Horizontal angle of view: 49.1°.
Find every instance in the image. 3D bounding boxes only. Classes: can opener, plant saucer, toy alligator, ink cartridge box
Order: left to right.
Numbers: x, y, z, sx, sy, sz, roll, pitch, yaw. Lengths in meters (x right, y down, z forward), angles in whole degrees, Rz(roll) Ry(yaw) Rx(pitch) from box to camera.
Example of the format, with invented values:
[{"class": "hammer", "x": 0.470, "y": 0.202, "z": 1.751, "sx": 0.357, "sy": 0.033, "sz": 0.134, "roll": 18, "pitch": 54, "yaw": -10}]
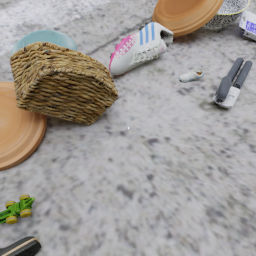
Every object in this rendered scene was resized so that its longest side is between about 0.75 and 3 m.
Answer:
[{"class": "plant saucer", "x": -3.744, "y": -0.149, "z": 7.942, "sx": 2.769, "sy": 0.447, "sz": 2.769, "roll": 0, "pitch": 65, "yaw": 1}, {"class": "toy alligator", "x": -2.753, "y": 2.021, "z": 6.616, "sx": 1.500, "sy": 0.360, "sz": 0.497, "roll": -26, "pitch": 54, "yaw": 8}, {"class": "plant saucer", "x": -3.169, "y": -3.000, "z": 10.377, "sx": 2.514, "sy": 0.484, "sz": 2.514, "roll": 0, "pitch": 54, "yaw": -1}, {"class": "plant saucer", "x": 2.193, "y": -4.835, "z": 10.818, "sx": 2.906, "sy": 0.544, "sz": 2.906, "roll": -17, "pitch": 55, "yaw": 26}, {"class": "can opener", "x": 3.498, "y": -1.622, "z": 9.136, "sx": 0.656, "sy": 0.822, "sz": 2.458, "roll": 26, "pitch": 58, "yaw": 18}, {"class": "ink cartridge box", "x": 4.950, "y": -4.011, "z": 11.035, "sx": 1.323, "sy": 0.287, "sz": 1.311, "roll": 25, "pitch": 57, "yaw": -3}]

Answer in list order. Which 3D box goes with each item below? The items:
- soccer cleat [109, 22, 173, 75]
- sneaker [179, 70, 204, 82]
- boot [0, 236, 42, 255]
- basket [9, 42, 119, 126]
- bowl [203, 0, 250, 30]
[{"class": "soccer cleat", "x": 0.552, "y": -2.786, "z": 9.856, "sx": 1.294, "sy": 1.047, "sz": 2.997, "roll": 28, "pitch": 58, "yaw": 19}, {"class": "sneaker", "x": 2.171, "y": -1.797, "z": 9.568, "sx": 0.850, "sy": 0.343, "sz": 0.325, "roll": -8, "pitch": 56, "yaw": -5}, {"class": "boot", "x": -3.134, "y": 2.607, "z": 6.100, "sx": 2.107, "sy": 0.816, "sz": 1.457, "roll": -27, "pitch": 53, "yaw": -19}, {"class": "basket", "x": -1.683, "y": -1.483, "z": 7.743, "sx": 2.548, "sy": 1.818, "sz": 1.898, "roll": 15, "pitch": 43, "yaw": -43}, {"class": "bowl", "x": 3.475, "y": -4.726, "z": 11.233, "sx": 2.383, "sy": 1.118, "sz": 2.383, "roll": 0, "pitch": 54, "yaw": 0}]
